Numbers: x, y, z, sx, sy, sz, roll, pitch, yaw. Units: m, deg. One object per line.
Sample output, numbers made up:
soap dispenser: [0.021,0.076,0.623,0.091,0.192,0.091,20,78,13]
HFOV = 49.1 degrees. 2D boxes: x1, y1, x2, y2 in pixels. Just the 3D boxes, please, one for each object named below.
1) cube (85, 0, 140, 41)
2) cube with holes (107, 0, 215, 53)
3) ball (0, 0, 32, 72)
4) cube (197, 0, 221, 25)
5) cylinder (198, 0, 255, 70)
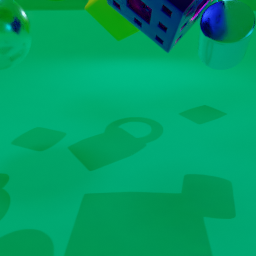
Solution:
cube: [-0.070,-2.869,6.313,1.108,1.108,1.108,-5,54,51]
cube with holes: [0.597,-2.271,4.128,1.367,1.367,1.367,41,-4,4]
ball: [-2.152,-1.501,4.357,1.248,1.248,1.248,0,25,0]
cube: [2.494,-3.580,8.065,0.853,0.853,0.853,-33,23,-27]
cylinder: [1.642,-1.560,4.783,0.843,0.843,0.843,6,-16,13]
